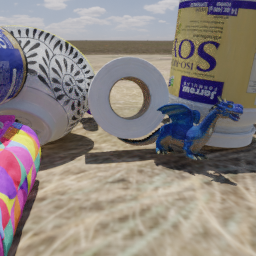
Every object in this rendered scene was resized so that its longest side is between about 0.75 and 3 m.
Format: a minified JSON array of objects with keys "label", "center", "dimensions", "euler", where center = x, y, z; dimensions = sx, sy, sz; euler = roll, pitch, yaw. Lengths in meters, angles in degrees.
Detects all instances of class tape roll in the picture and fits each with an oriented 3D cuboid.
[{"label":"tape roll","center":[-0.001,-0.556,5.285],"dimensions":[1.507,1.507,0.527],"euler":[-3,6,-10]}]

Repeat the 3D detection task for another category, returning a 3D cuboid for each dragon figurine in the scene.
[{"label":"dragon figurine","center":[0.912,-0.060,5.020],"dimensions":[2.257,1.122,0.664],"euler":[6,-1,37]}]

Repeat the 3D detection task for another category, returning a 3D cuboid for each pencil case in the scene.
[{"label":"pencil case","center":[-1.637,0.641,3.221],"dimensions":[1.072,1.072,2.427],"euler":[-3,19,-10]}]

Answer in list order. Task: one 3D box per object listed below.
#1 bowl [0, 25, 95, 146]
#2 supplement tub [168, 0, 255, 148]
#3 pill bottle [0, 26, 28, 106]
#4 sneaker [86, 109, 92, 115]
[{"label":"bowl","center":[-1.949,-0.440,5.368],"dimensions":[2.655,2.655,1.246],"euler":[0,52,0]},{"label":"supplement tub","center":[1.962,-1.283,5.895],"dimensions":[2.145,2.950,2.145],"euler":[5,17,-2]},{"label":"pill bottle","center":[-2.064,-0.658,3.159],"dimensions":[1.234,1.234,2.206],"euler":[-1,15,-2]},{"label":"sneaker","center":[-0.843,-0.612,7.425],"dimensions":[0.684,0.478,1.375],"euler":[32,-14,-16]}]
